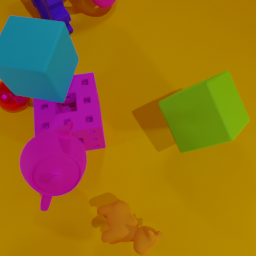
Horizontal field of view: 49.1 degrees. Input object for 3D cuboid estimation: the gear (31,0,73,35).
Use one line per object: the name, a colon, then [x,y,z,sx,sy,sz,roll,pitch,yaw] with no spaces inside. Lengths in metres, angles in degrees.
gear: [-2.145,-3.331,7.263,0.383,2.068,2.068,-32,71,-13]

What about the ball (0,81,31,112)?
ball: [-2.838,-0.816,6.902,0.836,0.836,0.836,0,67,0]

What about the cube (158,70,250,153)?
cube: [1.552,-0.325,5.680,1.157,1.157,1.157,-30,96,-47]

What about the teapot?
teapot: [-1.245,0.620,4.834,1.165,0.918,1.874,12,110,-23]

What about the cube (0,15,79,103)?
cube: [-1.763,-1.310,5.467,1.129,1.129,1.129,10,68,9]

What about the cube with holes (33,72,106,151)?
cube with holes: [-1.291,-0.267,6.398,1.317,1.317,1.317,-9,67,-3]

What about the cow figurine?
cow figurine: [0.039,1.849,5.316,1.114,0.621,1.132,-22,58,10]

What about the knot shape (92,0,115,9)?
knot shape: [-1.042,-4.106,7.605,0.963,1.950,2.084,-51,48,23]
